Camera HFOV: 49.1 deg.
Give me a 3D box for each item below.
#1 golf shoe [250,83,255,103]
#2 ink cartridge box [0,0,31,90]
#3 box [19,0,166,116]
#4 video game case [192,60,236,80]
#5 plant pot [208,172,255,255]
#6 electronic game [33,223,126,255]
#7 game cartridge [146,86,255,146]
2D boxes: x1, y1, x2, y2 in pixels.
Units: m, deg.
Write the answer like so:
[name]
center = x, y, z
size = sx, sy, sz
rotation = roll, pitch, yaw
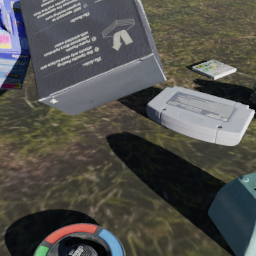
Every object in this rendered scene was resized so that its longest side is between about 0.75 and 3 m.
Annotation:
[golf shoe]
center = 5.094, -0.767, 8.777
size = 1.254, 1.010, 2.579
rotation = -3, 36, -14
[ink cartridge box]
center = -2.727, -1.923, 6.349
size = 0.762, 1.996, 1.362
rotation = -6, 73, -32
[box]
center = -0.702, -1.774, 5.712
size = 2.277, 1.360, 2.316
rotation = -19, 74, 13
[video game case]
center = 3.642, -2.489, 11.870
size = 1.362, 0.150, 1.241
rotation = -23, 41, -28
[plant pot]
center = 2.426, 1.513, 5.260
size = 1.220, 1.243, 1.217
rotation = -11, 37, -15
[electronic game]
center = -0.837, 2.277, 4.811
size = 1.615, 0.336, 1.615
rotation = 2, 28, -1
[game cartridge]
center = 2.159, -0.444, 8.659
size = 2.928, 0.608, 1.950
rotation = 21, 45, 27
